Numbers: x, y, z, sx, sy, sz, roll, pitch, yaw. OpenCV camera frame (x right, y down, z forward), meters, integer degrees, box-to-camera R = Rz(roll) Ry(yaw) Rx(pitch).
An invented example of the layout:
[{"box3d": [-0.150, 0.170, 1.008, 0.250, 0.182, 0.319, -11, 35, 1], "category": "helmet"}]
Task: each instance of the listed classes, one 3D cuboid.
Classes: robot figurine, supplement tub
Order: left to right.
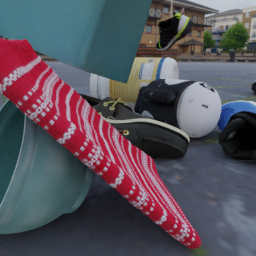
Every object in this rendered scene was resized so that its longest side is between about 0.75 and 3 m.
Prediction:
[{"box3d": [0.231, -1.255, 8.451, 2.369, 1.713, 1.713, 6, 16, 18], "category": "supplement tub"}, {"box3d": [1.121, -0.515, 6.539, 1.548, 1.286, 2.060, -32, 31, -35], "category": "robot figurine"}]

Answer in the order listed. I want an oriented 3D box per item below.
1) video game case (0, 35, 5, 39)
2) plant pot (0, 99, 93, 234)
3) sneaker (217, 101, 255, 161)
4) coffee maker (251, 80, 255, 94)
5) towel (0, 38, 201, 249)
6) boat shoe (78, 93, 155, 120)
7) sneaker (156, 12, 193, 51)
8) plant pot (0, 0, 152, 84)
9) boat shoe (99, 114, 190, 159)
[{"box3d": [-3.763, -3.263, 7.877, 0.280, 2.951, 2.108, -9, 24, -24], "category": "video game case"}, {"box3d": [-1.030, 0.473, 3.203, 0.991, 1.480, 1.480, 21, 1, -36], "category": "plant pot"}, {"box3d": [2.196, -0.021, 5.509, 1.329, 0.917, 2.389, 3, 20, -23], "category": "sneaker"}, {"box3d": [5.971, -1.786, 12.329, 0.968, 0.679, 1.008, 8, 18, 25], "category": "coffee maker"}, {"box3d": [-0.368, 0.038, 3.177, 0.300, 2.668, 1.930, -45, 19, 4], "category": "towel"}, {"box3d": [-0.538, -0.319, 6.686, 2.861, 0.861, 1.020, 12, 20, 37], "category": "boat shoe"}, {"box3d": [0.674, -1.646, 4.689, 0.430, 0.372, 1.038, 27, -16, -16], "category": "sneaker"}, {"box3d": [-0.638, -2.480, 4.722, 1.966, 2.783, 1.967, 26, 10, 16], "category": "plant pot"}, {"box3d": [-0.165, 0.263, 4.900, 2.511, 0.918, 0.787, 10, 55, -5], "category": "boat shoe"}]
